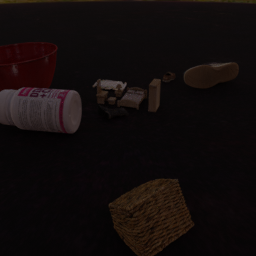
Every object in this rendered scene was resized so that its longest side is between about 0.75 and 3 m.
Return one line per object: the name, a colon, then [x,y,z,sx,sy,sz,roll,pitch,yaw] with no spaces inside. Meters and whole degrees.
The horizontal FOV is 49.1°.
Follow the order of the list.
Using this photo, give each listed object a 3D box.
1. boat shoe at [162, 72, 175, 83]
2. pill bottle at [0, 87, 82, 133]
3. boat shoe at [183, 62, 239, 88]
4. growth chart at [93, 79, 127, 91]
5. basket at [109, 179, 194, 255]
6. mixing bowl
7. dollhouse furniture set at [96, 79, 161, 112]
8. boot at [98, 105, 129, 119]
boat shoe: [1.657,-2.068,11.124,0.330,0.313,0.872,15,33,26]
pill bottle: [-2.344,-0.487,7.428,2.000,1.134,1.134,4,29,8]
boat shoe: [3.053,-2.051,10.642,2.397,0.862,0.777,-15,20,-19]
growth chart: [-0.678,-1.610,10.510,1.290,0.114,0.933,9,31,16]
basket: [0.350,1.465,4.712,1.175,0.875,0.838,-22,3,-34]
mixing bowl: [-3.635,-1.825,9.406,2.751,1.490,2.751,-2,29,1]
dollhouse furniture set: [0.065,-1.233,9.048,1.978,0.876,1.025,9,30,17]
boot: [-0.457,-0.500,8.413,0.714,0.284,0.821,-14,35,-33]
